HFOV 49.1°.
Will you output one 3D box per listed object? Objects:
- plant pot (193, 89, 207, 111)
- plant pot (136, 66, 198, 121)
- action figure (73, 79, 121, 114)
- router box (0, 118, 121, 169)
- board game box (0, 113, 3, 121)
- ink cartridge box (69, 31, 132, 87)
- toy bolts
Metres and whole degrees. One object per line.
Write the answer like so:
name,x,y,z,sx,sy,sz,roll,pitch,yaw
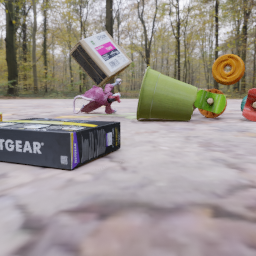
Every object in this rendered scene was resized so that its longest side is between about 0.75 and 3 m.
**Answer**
plant pot,2.081,-1.141,12.066,2.484,1.146,2.484,1,9,0
plant pot,1.367,-0.981,9.509,1.778,1.872,1.872,14,9,8
action figure,-1.214,-1.393,12.552,1.732,1.558,2.326,-8,8,-40
router box,-1.224,0.153,4.305,1.841,0.481,1.447,3,8,23
board game box,-5.482,-0.366,9.006,2.741,0.411,1.309,7,9,29
ink cartridge box,-0.948,-2.620,10.458,0.748,1.640,1.991,-36,8,38
toy bolts,3.924,-1.261,10.163,2.439,2.330,1.691,22,8,20
